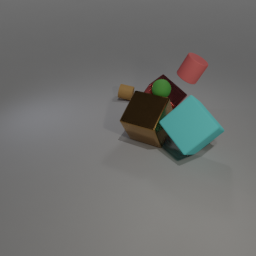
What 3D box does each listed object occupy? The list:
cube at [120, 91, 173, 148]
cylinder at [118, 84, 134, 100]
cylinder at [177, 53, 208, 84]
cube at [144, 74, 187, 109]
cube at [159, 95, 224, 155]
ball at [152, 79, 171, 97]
[{"bbox_3d":[0.761,-0.322,10.371,1.400,1.400,1.400,16,67,26],"label":"cube"},{"bbox_3d":[-0.093,-1.796,14.031,0.700,0.700,0.700,14,32,5],"label":"cylinder"},{"bbox_3d":[1.962,-1.815,8.554,0.700,0.700,0.700,21,35,-15],"label":"cylinder"},{"bbox_3d":[1.364,-1.139,11.798,1.400,1.400,1.400,42,40,5],"label":"cube"},{"bbox_3d":[2.185,-0.050,9.494,1.400,1.400,1.400,54,18,19],"label":"cube"},{"bbox_3d":[1.219,-1.428,10.229,0.700,0.700,0.700,0,30,0],"label":"ball"}]
